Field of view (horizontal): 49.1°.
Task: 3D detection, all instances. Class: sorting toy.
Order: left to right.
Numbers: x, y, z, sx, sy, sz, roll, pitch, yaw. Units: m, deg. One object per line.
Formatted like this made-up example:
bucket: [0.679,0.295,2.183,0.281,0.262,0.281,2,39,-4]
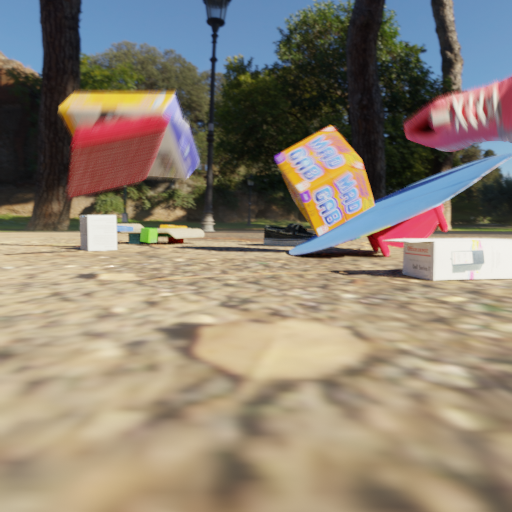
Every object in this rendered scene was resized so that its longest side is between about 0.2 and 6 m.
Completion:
sorting toy: [-2.762,-0.556,15.469,2.148,0.520,3.814,5,5,18]

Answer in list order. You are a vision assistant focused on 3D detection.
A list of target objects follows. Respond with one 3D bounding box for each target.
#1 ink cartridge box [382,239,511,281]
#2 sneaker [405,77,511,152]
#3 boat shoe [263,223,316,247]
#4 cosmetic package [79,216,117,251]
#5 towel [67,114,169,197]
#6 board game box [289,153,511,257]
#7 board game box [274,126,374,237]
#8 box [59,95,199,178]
ink cartridge box: [1.894,0.025,5.505,1.159,0.390,0.679,0,3,-10]
sneaker: [3.694,-2.355,9.686,1.201,1.021,2.770,-5,-2,-25]
boat shoe: [0.908,-0.519,13.814,1.791,0.570,0.633,2,4,36]
cosmetic package: [-3.248,-0.469,11.508,0.605,0.723,0.601,-2,4,-33]
towel: [-2.002,-1.401,7.924,1.298,0.202,1.795,-17,-11,-26]
board game box: [2.602,-0.566,9.674,4.057,0.790,3.205,-30,8,-37]
board game box: [1.198,-1.305,9.809,1.155,1.155,1.154,-29,47,1]
box: [-2.170,-2.163,10.151,2.477,1.475,0.514,6,48,20]
